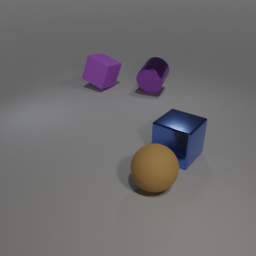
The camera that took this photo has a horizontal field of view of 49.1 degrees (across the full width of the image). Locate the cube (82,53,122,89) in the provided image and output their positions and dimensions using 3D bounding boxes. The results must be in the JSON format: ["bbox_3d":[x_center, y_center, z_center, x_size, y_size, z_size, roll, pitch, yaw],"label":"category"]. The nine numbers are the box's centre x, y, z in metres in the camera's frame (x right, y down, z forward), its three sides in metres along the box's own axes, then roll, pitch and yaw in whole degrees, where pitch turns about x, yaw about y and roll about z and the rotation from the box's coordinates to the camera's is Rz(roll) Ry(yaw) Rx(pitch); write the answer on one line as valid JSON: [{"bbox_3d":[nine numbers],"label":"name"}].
[{"bbox_3d":[-1.439,-3.162,15.484,1.400,1.400,1.400,32,30,19],"label":"cube"}]

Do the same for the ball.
[{"bbox_3d":[0.773,1.154,8.149,1.400,1.400,1.400,0,29,0],"label":"ball"}]

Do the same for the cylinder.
[{"bbox_3d":[1.319,-2.788,14.698,1.400,1.400,1.400,11,43,19],"label":"cylinder"}]

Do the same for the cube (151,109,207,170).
[{"bbox_3d":[1.767,0.342,9.779,1.400,1.400,1.400,20,35,31],"label":"cube"}]
